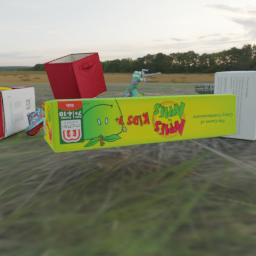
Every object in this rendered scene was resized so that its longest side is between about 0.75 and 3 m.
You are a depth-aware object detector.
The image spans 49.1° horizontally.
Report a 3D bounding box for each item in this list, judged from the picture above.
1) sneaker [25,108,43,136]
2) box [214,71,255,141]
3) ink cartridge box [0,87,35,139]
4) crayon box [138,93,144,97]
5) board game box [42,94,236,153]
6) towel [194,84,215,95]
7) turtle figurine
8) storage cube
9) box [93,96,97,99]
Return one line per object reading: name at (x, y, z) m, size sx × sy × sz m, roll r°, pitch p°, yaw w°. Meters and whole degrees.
sneaker at (-2.406, -0.170, 7.133) m, size 0.468 × 0.389 × 0.980 m, roll 26°, pitch 37°, yaw -3°
box at (2.951, -0.655, 7.293) m, size 1.063 × 1.618 × 1.626 m, roll 7°, pitch 13°, yaw 32°
ink cartridge box at (-4.297, -0.456, 7.337) m, size 2.874 × 1.205 × 2.523 m, roll 1°, pitch 11°, yaw 4°
crayon box at (0.337, -1.002, 11.408) m, size 0.300 × 0.751 × 1.182 m, roll 4°, pitch 13°, yaw 23°
board game box at (0.134, -0.152, 4.309) m, size 2.671 × 0.636 × 1.357 m, roll -4°, pitch 5°, yaw -21°
towel at (3.568, -0.924, 9.198) m, size 2.359 × 0.423 × 2.450 m, roll 5°, pitch -7°, yaw 29°
turtle figurine at (0.511, -0.777, 8.441) m, size 1.237 × 1.839 × 2.457 m, roll -35°, pitch 6°, yaw -9°
storage cube at (-2.771, -2.706, 15.039) m, size 2.469 × 2.219 × 2.110 m, roll 7°, pitch 30°, yaw 36°
box at (-2.182, -1.608, 15.583) m, size 0.884 × 0.331 × 0.443 m, roll 4°, pitch 13°, yaw 32°
